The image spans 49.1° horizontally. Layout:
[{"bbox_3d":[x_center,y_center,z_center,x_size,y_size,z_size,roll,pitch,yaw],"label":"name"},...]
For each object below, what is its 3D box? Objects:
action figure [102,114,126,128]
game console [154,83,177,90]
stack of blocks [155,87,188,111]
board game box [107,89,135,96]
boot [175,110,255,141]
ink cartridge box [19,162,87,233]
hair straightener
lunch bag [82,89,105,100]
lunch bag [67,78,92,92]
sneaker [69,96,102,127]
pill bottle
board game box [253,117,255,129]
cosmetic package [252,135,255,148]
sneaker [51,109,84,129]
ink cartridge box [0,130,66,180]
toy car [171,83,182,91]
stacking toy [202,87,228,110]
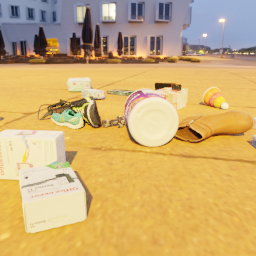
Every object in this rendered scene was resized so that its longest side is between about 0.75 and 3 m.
[{"bbox_3d":[-0.438,-0.232,10.018,0.981,0.340,0.638,-8,24,-9],"label":"action figure"},{"bbox_3d":[2.343,-2.382,16.767,1.360,0.791,1.196,5,17,15],"label":"game console"},{"bbox_3d":[2.070,-1.438,13.547,1.458,0.742,2.532,10,18,31],"label":"stack of blocks"},{"bbox_3d":[-0.422,-2.181,17.118,1.488,0.210,1.007,12,20,35],"label":"board game box"},{"bbox_3d":[2.598,0.010,8.558,2.181,0.804,1.687,-3,11,36],"label":"boot"},{"bbox_3d":[-1.362,1.144,4.931,0.980,0.555,1.337,-7,18,-23],"label":"ink cartridge box"},{"bbox_3d":[-2.696,-0.829,11.927,1.071,0.569,2.783,23,32,35],"label":"hair straightener"},{"bbox_3d":[-1.890,-1.854,15.454,1.113,0.525,1.389,-6,16,-28],"label":"lunch bag"},{"bbox_3d":[-3.232,-2.860,18.471,1.593,0.766,1.986,-6,17,-10],"label":"lunch bag"},{"bbox_3d":[-1.659,-0.540,10.490,1.086,0.941,2.623,-15,15,-7],"label":"sneaker"},{"bbox_3d":[0.611,-0.474,8.948,1.433,1.433,2.572,-1,16,-5],"label":"pill bottle"},{"bbox_3d":[4.913,-0.172,10.154,1.932,0.188,0.995,3,17,9],"label":"board game box"},{"bbox_3d":[4.051,0.412,7.891,0.930,0.331,0.489,0,16,1],"label":"cosmetic package"},{"bbox_3d":[-2.181,-0.394,10.180,1.554,0.619,0.602,11,19,35],"label":"sneaker"},{"bbox_3d":[-2.109,0.590,6.065,1.378,0.996,0.583,2,16,6],"label":"ink cartridge box"},{"bbox_3d":[2.482,-1.685,13.626,0.535,1.092,0.363,-8,14,31],"label":"toy car"},{"bbox_3d":[4.208,-1.244,13.137,0.969,0.969,1.326,-6,35,-19],"label":"stacking toy"}]
